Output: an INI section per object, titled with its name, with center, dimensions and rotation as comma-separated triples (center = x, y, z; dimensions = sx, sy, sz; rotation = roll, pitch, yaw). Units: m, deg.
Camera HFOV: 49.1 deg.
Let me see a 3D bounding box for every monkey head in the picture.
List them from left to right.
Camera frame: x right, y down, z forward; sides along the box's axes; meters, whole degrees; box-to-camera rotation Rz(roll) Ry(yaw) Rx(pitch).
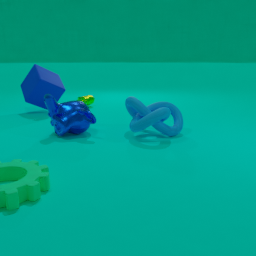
[monkey head]
center = -1.603, -0.451, 7.620
dimensions = 1.110, 1.325, 1.842
rotation = -27, 25, -21

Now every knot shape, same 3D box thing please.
[knot shape]
center = 0.769, -0.304, 7.586
dimensions = 1.611, 0.796, 1.722
rotation = 7, 16, -18

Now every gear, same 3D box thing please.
[gear]
center = -1.994, 0.876, 4.495
dimensions = 1.415, 0.262, 1.415
rotation = 0, 15, 0

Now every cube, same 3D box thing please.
[cube]
center = -3.185, -1.505, 10.476
dimensions = 1.088, 1.088, 1.088
rotation = 21, 27, -44

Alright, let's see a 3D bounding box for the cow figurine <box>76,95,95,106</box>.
[cow figurine]
center = -1.737, -1.093, 11.562
dimensions = 0.966, 0.530, 0.950
rotation = -20, 18, -30
